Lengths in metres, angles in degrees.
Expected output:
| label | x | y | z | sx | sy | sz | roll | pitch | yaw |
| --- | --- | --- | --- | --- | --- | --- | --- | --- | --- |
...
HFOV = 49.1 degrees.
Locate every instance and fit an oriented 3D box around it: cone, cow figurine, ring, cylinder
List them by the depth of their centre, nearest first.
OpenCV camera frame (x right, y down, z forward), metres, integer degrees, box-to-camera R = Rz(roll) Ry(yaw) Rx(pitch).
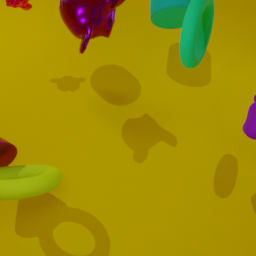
| label | x | y | z | sx | sy | sz | roll | pitch | yaw |
| --- | --- | --- | --- | --- | --- | --- | --- | --- | --- |
| ring | 1.271 | -1.764 | 5.113 | 0.270 | 1.350 | 1.350 | 17 | 62 | 23 |
| cow figurine | 3.197 | 0.065 | 5.466 | 1.720 | 0.944 | 1.692 | -13 | 98 | 14 |
| ring | -2.171 | 1.027 | 5.496 | 1.734 | 1.734 | 0.347 | -1 | 93 | -1 |
| cone | -3.359 | 0.208 | 6.075 | 1.385 | 1.385 | 1.390 | -29 | 69 | -15 |
| cylinder | 1.349 | -3.897 | 8.323 | 1.395 | 1.395 | 1.395 | -1 | 84 | -1 |

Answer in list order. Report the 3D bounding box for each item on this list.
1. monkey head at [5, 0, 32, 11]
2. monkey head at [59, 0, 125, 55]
| label | x | y | z | sx | sy | sz | roll | pitch | yaw |
| --- | --- | --- | --- | --- | --- | --- | --- | --- | --- |
| monkey head | -2.976 | -3.615 | 7.618 | 1.148 | 0.826 | 0.692 | -16 | 91 | 10 |
| monkey head | -0.770 | -2.593 | 5.883 | 1.191 | 1.422 | 1.977 | -12 | 86 | -33 |
